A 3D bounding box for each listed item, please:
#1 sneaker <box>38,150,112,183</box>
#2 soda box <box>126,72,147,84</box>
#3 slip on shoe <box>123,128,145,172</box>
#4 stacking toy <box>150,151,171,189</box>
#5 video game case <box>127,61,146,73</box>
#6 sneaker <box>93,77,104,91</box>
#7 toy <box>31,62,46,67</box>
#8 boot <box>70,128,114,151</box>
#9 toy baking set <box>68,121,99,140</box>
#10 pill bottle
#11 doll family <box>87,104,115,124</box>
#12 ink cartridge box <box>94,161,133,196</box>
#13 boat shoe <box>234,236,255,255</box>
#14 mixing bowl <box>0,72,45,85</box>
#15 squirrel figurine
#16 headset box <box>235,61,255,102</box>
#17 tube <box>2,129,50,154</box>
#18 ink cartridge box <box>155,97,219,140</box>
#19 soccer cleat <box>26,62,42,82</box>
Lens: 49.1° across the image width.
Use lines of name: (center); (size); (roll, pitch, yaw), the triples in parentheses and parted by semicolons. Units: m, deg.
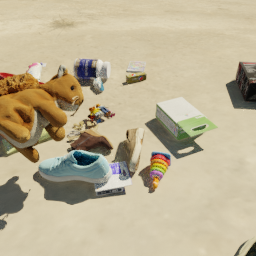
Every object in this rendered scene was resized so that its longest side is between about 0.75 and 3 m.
sneaker: (-1.704, 1.019, 8.505); (2.445, 1.002, 0.904); (-1, 37, 15)
soda box: (0.411, -2.545, 14.118); (1.032, 0.349, 0.330); (-14, 39, -20)
slip on shoe: (0.129, 0.651, 9.338); (0.656, 0.823, 2.166); (9, 34, 4)
stacking toy: (0.920, 1.364, 8.683); (0.655, 0.693, 1.194); (7, 50, 16)
video game case: (0.481, -3.385, 15.468); (0.911, 0.115, 1.273); (5, 37, 7)
sneaker: (-1.422, -2.042, 13.455); (0.431, 0.408, 1.066); (-21, 37, 0)
toy: (-5.016, -3.602, 15.705); (0.792, 0.187, 0.456); (-3, 37, -4)
boot: (-1.266, 0.636, 9.834); (1.096, 0.477, 1.318); (-40, 57, -23)
toy baking set: (-1.715, 0.124, 10.670); (1.010, 0.153, 1.315); (5, 36, 12)
pill bottle: (-1.800, -2.968, 14.140); (1.731, 1.002, 1.002); (5, 36, 7)
doll family: (-1.130, -0.697, 11.359); (0.767, 0.557, 1.235); (30, 41, 35)
ink cartridge box: (-0.500, 1.526, 8.628); (1.109, 0.241, 1.099); (-9, 36, -7)
boat shoe: (2.291, 3.353, 5.616); (1.007, 0.885, 2.830); (26, 45, 29)
mixing bowl: (-3.670, -0.991, 10.664); (2.711, 1.468, 2.711); (18, 9, -3)
squirrel figurine: (-2.592, -0.781, 7.622); (2.627, 1.859, 2.452); (34, 66, 15)
headset box: (6.302, -2.257, 13.178); (1.930, 1.001, 2.593); (4, 38, 6)
tube: (-3.430, 0.272, 10.174); (2.100, 0.545, 0.609); (-23, 4, -21)
ink cartridge box: (2.152, -0.239, 10.658); (1.234, 0.705, 2.377); (-15, 39, -20)
soccer cleat: (-4.563, -2.369, 13.596); (1.017, 0.822, 2.355); (12, 43, 6)
